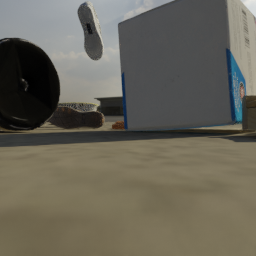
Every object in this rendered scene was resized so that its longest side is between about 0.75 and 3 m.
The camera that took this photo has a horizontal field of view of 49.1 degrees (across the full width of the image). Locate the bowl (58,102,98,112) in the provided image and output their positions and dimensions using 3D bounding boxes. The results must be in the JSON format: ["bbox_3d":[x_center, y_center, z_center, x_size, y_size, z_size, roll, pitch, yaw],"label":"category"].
[{"bbox_3d":[-1.906,-0.456,10.260,1.652,0.775,1.652,-1,-2,0],"label":"bowl"}]

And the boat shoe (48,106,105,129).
[{"bbox_3d":[-1.418,-0.225,7.416,1.549,0.586,0.556,9,-5,-20],"label":"boat shoe"}]

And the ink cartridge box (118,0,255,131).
[{"bbox_3d":[1.576,-1.090,5.900,2.150,2.188,2.972,-5,-2,38],"label":"ink cartridge box"}]

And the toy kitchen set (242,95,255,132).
[{"bbox_3d":[2.807,-0.920,4.134,2.286,2.062,1.865,-1,0,0],"label":"toy kitchen set"}]

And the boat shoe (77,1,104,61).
[{"bbox_3d":[-1.221,-3.406,9.875,0.742,2.016,0.659,4,41,10],"label":"boat shoe"}]

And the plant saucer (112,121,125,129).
[{"bbox_3d":[0.234,-0.080,7.419,1.324,0.214,1.324,0,2,0],"label":"plant saucer"}]

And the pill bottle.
[{"bbox_3d":[-2.950,-0.779,5.848,2.994,1.675,1.675,0,1,38],"label":"pill bottle"}]
